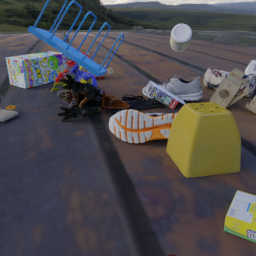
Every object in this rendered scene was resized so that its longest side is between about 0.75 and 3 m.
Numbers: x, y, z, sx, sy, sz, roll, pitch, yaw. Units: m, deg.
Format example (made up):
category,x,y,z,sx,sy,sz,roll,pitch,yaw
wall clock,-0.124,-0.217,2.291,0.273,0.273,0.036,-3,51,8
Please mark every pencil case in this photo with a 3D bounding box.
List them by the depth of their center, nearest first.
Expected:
category,x,y,z,sx,sy,sz,roll,pitch,yaw
pencil case,4.231,-1.969,11.736,2.234,0.869,0.999,24,67,44

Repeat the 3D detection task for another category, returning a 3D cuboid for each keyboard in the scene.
category,x,y,z,sx,sy,sz,roll,pitch,yaw
keyboard,0.177,-0.964,10.112,2.055,0.407,1.070,-8,25,-21

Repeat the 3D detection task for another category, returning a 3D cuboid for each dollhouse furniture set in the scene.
category,x,y,z,sx,sy,sz,roll,pitch,yaw
dollhouse furniture set,4.183,-1.140,10.230,1.720,1.081,1.945,36,35,15

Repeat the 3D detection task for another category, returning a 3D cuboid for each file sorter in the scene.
category,x,y,z,sx,sy,sz,roll,pitch,yaw
file sorter,-1.382,-2.764,8.329,2.286,1.403,1.586,33,14,-6

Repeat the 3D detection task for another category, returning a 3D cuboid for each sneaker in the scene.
category,x,y,z,sx,sy,sz,roll,pitch,yaw
sneaker,0.595,-0.025,7.564,2.237,0.876,0.864,4,3,11
sneaker,1.700,-1.599,10.815,2.286,0.937,0.854,1,23,12

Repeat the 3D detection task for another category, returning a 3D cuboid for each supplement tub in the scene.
category,x,y,z,sx,sy,sz,roll,pitch,yaw
supplement tub,2.011,-3.419,10.736,0.754,0.754,1.040,2,-7,6

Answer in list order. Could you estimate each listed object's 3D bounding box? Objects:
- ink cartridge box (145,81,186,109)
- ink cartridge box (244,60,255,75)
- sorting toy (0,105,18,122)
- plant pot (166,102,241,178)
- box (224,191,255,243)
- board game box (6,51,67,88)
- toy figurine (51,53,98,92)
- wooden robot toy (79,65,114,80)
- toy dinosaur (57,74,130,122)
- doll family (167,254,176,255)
category,x,y,z,sx,sy,sz,roll,pitch,yaw
ink cartridge box,1.414,-1.064,10.081,1.587,0.399,0.864,29,17,-17
ink cartridge box,6.574,-2.123,12.157,2.870,0.642,2.529,13,1,14
sorting toy,-4.107,-0.390,9.035,0.835,0.202,1.482,13,26,18
plant pot,1.710,0.158,6.312,1.300,1.338,1.308,-5,25,-11
box,2.363,1.521,4.411,1.451,0.351,0.851,11,25,30
board game box,-4.233,-2.806,13.248,1.260,1.282,2.445,17,29,34
toy figurine,-1.933,-1.649,11.145,1.299,1.475,2.462,-38,-1,-38
wooden robot toy,-1.613,-2.745,14.219,1.775,0.782,0.806,-4,-12,-8
toy dinosaur,-1.291,-1.034,9.301,2.776,1.418,1.884,-12,-1,29
doll family,0.284,1.893,3.055,0.492,0.725,1.253,4,24,10
